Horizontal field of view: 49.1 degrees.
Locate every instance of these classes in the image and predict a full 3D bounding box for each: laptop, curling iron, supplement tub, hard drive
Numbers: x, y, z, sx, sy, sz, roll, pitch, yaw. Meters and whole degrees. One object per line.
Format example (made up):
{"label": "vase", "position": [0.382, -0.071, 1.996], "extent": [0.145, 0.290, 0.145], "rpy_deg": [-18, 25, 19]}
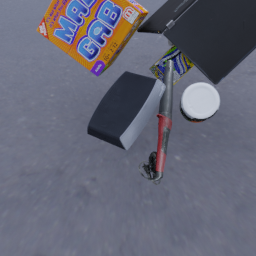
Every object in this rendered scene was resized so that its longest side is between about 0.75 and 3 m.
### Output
{"label": "laptop", "position": [2.053, -2.805, 7.358], "extent": [2.574, 1.593, 2.749], "rpy_deg": [-43, 27, -1]}
{"label": "curling iron", "position": [0.594, -0.126, 5.265], "extent": [0.303, 2.370, 0.588], "rpy_deg": [11, -4, -41]}
{"label": "supplement tub", "position": [1.080, -0.363, 4.344], "extent": [0.547, 0.547, 0.893], "rpy_deg": [6, -1, 8]}
{"label": "hard drive", "position": [-0.039, -0.328, 4.236], "extent": [0.826, 0.259, 1.225], "rpy_deg": [21, 67, 28]}

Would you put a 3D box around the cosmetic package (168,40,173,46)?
{"label": "cosmetic package", "position": [1.726, -3.744, 10.658], "extent": [0.317, 1.253, 0.517], "rpy_deg": [24, 68, 22]}

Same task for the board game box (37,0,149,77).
{"label": "board game box", "position": [-0.796, -2.763, 7.204], "extent": [1.834, 1.833, 1.835], "rpy_deg": [37, 23, -7]}

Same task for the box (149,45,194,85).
{"label": "box", "position": [1.829, -2.322, 8.006], "extent": [2.548, 0.819, 0.893], "rpy_deg": [-43, 6, -2]}
